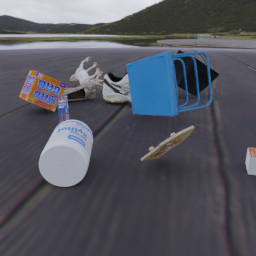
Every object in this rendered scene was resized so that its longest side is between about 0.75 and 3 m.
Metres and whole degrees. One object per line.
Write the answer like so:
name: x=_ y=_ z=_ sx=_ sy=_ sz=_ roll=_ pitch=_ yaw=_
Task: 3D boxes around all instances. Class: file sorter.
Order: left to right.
file sorter: x=1.236 y=-1.380 z=8.851 sx=1.519 sy=1.718 sz=2.475 roll=-12 pitch=9 yaw=-24

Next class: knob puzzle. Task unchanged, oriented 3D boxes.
knob puzzle: x=0.883 y=0.277 z=5.934 sx=1.294 sy=1.294 sz=0.179 roll=-18 pitch=68 yaw=-40

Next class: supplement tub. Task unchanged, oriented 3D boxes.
supplement tub: x=-1.255 y=0.475 z=5.943 sx=0.953 sy=0.953 sz=1.444 roll=-1 pitch=21 yaw=-3

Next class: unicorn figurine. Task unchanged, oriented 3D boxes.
unicorn figurine: x=-2.113 y=-2.567 z=13.682 sx=0.888 sy=1.652 sz=2.405 roll=39 pitch=15 yaw=-34

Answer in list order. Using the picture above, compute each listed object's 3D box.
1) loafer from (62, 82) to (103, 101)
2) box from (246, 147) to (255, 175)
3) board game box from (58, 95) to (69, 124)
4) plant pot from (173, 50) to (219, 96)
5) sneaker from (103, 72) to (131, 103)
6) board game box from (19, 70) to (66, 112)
loafer: x=-1.964 y=-1.446 z=11.838 sx=1.987 sy=0.714 sz=0.625 roll=-13 pitch=27 yaw=-13
box: x=3.025 y=0.744 z=5.986 sx=0.875 sy=0.426 sz=0.544 roll=5 pitch=20 yaw=15
board game box: x=-1.807 y=-0.279 z=7.970 sx=0.263 sy=1.032 sz=1.525 roll=-5 pitch=21 yaw=-11
plant pot: x=2.713 y=-2.328 z=12.264 sx=1.527 sy=1.358 sz=1.530 roll=24 pitch=18 yaw=-28
sneaker: x=0.310 y=-1.643 z=11.115 sx=2.852 sy=1.250 sz=1.079 roll=4 pitch=22 yaw=13
board game box: x=-3.118 y=-1.359 z=10.204 sx=1.090 sy=1.089 sz=1.089 roll=23 pitch=-1 yaw=-37
